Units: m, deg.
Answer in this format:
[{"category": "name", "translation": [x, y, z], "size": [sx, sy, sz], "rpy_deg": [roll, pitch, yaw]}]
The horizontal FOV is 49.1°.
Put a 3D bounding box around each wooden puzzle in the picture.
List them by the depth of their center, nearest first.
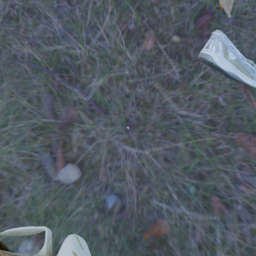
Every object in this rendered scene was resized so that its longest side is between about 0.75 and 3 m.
[{"category": "wooden puzzle", "translation": [2.306, -3.332, 6.678], "size": [0.243, 0.970, 1.048], "rpy_deg": [7, 80, 38]}]

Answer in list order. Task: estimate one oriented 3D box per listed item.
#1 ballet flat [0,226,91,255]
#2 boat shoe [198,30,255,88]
[{"category": "ballet flat", "translation": [-1.288, 2.098, 4.272], "size": [2.962, 1.004, 1.071], "rpy_deg": [5, 56, 19]}, {"category": "boat shoe", "translation": [1.253, -0.739, 3.217], "size": [1.080, 0.398, 0.346], "rpy_deg": [17, 105, -34]}]
